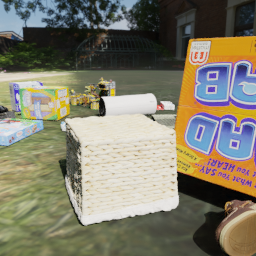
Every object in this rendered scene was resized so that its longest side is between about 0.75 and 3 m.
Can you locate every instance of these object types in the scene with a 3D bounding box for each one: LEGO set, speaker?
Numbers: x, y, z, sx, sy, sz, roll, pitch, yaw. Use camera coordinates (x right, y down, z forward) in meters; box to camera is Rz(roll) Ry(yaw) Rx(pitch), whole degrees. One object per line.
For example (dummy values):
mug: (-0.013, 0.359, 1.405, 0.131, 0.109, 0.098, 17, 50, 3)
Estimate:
LEGO set: (-2.080, -2.178, 16.640, 2.224, 1.676, 2.893, -11, 19, -36)
speaker: (-0.028, -1.040, 13.582, 2.722, 1.105, 1.105, -7, 17, -23)

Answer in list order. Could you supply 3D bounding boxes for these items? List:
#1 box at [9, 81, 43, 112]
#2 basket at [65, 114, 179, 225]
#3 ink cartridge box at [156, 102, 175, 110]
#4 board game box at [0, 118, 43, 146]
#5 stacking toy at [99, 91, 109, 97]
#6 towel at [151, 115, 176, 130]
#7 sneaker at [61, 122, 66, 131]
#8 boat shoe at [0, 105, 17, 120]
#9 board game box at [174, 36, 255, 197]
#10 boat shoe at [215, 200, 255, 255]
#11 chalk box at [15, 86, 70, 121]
box: (-5.548, -1.764, 15.430, 1.634, 1.502, 0.857, -12, 17, -37)
basket: (-0.220, 0.702, 6.037, 2.079, 1.672, 2.060, -4, 14, -20)
ink cartridge box: (1.989, -1.279, 16.020, 1.093, 0.277, 1.241, 0, 15, -5)
board game box: (-4.577, 0.099, 10.620, 1.711, 0.414, 2.261, 4, 16, 13)
stacking toy: (-1.366, -2.128, 17.729, 1.123, 1.017, 0.475, 3, 56, -3)
towel: (2.398, -0.072, 11.504, 2.624, 0.453, 2.526, 0, 18, -9)
sneaker: (-2.290, -0.175, 11.622, 0.436, 0.440, 1.214, 8, 15, 30)
boat shoe: (-5.720, -0.654, 12.735, 0.806, 0.764, 2.306, -12, 19, -38)
board game box: (3.008, -0.212, 6.076, 2.823, 2.824, 2.826, 14, 8, 41)
boat shoe: (1.953, 1.582, 4.765, 1.907, 0.688, 0.686, -8, 9, -41)
chalk box: (-4.254, -1.268, 13.618, 2.408, 1.490, 1.498, 4, 15, 11)
